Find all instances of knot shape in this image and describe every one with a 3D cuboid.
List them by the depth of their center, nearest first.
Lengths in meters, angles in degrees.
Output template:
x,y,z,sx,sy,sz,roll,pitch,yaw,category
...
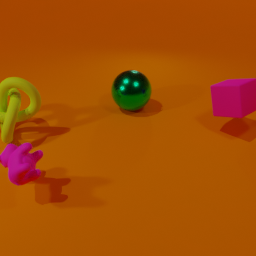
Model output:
x,y,z,sx,sy,sz,roll,pitch,yaw,category
-3.172,-0.636,7.646,1.829,1.711,0.845,61,17,18,knot shape

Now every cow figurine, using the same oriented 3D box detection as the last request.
x,y,z,sx,sy,sz,roll,pitch,yaw,category
-2.373,0.786,5.977,1.142,0.637,1.160,-30,44,17,cow figurine

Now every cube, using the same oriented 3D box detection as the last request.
x,y,z,sx,sy,sz,roll,pitch,yaw,category
2.955,-0.839,7.781,0.891,0.891,0.891,-21,19,-34,cube

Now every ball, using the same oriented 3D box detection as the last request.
x,y,z,sx,sy,sz,roll,pitch,yaw,category
0.112,-1.220,9.135,1.328,1.328,1.328,0,34,0,ball
